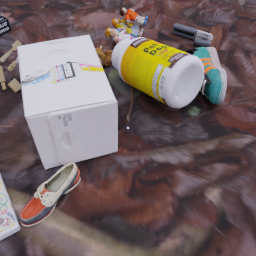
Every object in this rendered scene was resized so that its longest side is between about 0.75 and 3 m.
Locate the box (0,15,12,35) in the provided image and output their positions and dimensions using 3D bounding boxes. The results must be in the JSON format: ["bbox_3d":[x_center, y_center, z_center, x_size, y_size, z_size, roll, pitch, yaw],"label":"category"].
[{"bbox_3d":[-5.387,-3.454,9.691,1.609,0.466,2.024,30,55,24],"label":"box"}]

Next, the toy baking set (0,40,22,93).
[{"bbox_3d":[-3.170,-1.697,7.868,1.049,0.159,1.367,-19,92,-7],"label":"toy baking set"}]

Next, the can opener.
[{"bbox_3d":[2.132,-3.129,9.467,1.476,0.394,0.494,26,53,22],"label":"can opener"}]

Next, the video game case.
[{"bbox_3d":[-3.265,1.694,5.395,1.881,0.215,1.712,-25,54,-20],"label":"video game case"}]

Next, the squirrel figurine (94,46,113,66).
[{"bbox_3d":[-0.828,-2.227,8.682,0.753,0.533,0.703,8,38,-13],"label":"squirrel figurine"}]

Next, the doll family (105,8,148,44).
[{"bbox_3d":[-0.130,-3.190,9.335,1.165,0.846,1.877,20,55,-6],"label":"doll family"}]

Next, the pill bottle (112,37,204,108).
[{"bbox_3d":[0.662,-1.557,7.340,1.329,1.329,2.433,-33,46,-25],"label":"pill bottle"}]

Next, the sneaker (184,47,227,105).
[{"bbox_3d":[2.062,-1.463,7.777,0.965,0.862,2.416,0,42,3],"label":"sneaker"}]

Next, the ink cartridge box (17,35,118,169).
[{"bbox_3d":[-1.353,-0.632,6.387,1.723,1.754,2.382,-13,51,-12],"label":"ink cartridge box"}]

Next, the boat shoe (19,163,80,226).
[{"bbox_3d":[-1.556,1.290,5.586,0.530,0.466,1.489,34,58,24],"label":"boat shoe"}]
